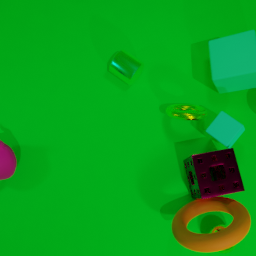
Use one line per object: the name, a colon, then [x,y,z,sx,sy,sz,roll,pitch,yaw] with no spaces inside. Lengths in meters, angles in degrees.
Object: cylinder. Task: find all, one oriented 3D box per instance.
cylinder: [-0.036,-1.908,8.850,0.823,0.823,0.823,36,79,8]

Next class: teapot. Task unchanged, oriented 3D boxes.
teapot: [-3.709,0.904,7.761,1.137,0.896,1.829,32,122,23]

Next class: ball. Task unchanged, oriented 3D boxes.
ball: [2.584,3.042,7.692,0.751,0.751,0.751,0,77,0]

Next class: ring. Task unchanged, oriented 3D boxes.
ring: [2.119,2.437,7.298,2.015,2.015,0.403,-20,103,-5]
ring: [1.745,-0.485,8.380,1.239,1.239,0.248,1,108,0]

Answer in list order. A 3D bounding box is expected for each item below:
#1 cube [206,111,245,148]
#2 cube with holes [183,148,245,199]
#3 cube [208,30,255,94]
cube: [2.768,0.062,7.946,0.723,0.723,0.723,41,100,25]
cube with holes: [2.364,1.309,7.922,1.160,1.160,1.160,-10,77,-2]
cube: [3.219,-1.917,8.389,1.276,1.276,1.276,-8,75,25]
